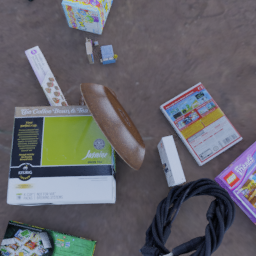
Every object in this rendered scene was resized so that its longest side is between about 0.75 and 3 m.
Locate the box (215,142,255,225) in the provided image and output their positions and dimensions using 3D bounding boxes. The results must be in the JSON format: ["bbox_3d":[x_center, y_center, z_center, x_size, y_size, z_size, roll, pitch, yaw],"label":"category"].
[{"bbox_3d":[4.131,1.314,8.137,2.650,0.518,1.813,-38,77,-10],"label":"box"}]

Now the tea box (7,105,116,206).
[{"bbox_3d":[-1.634,0.798,7.665,2.551,1.704,2.510,-1,74,0],"label":"tea box"}]

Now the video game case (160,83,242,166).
[{"bbox_3d":[2.253,-0.160,8.737,1.581,0.193,2.212,-31,77,-8],"label":"video game case"}]

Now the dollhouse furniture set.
[{"bbox_3d":[-0.874,-2.650,9.234,0.957,0.625,0.904,-8,74,-3],"label":"dollhouse furniture set"}]

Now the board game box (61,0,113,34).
[{"bbox_3d":[-1.179,-4.611,9.486,1.204,1.225,2.337,15,75,4],"label":"board game box"}]

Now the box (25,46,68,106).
[{"bbox_3d":[-2.570,-1.495,8.975,0.467,0.500,2.414,-27,77,-8],"label":"box"}]

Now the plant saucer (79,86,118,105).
[{"bbox_3d":[-0.944,-0.829,8.919,1.259,0.230,1.259,0,75,-1],"label":"plant saucer"}]

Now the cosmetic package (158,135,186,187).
[{"bbox_3d":[1.213,0.972,7.991,0.337,0.985,1.306,-12,74,-8],"label":"cosmetic package"}]

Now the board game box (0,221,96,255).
[{"bbox_3d":[-2.238,3.478,7.653,2.507,0.294,1.314,13,72,4],"label":"board game box"}]

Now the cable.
[{"bbox_3d":[1.524,2.219,6.925,2.743,2.238,0.697,-44,104,-29],"label":"cable"}]

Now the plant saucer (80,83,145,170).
[{"bbox_3d":[-0.264,-0.168,7.412,0.497,2.717,2.717,-33,76,6],"label":"plant saucer"}]
